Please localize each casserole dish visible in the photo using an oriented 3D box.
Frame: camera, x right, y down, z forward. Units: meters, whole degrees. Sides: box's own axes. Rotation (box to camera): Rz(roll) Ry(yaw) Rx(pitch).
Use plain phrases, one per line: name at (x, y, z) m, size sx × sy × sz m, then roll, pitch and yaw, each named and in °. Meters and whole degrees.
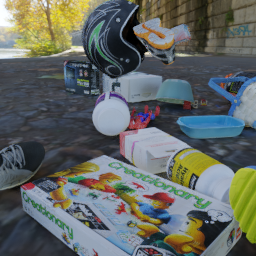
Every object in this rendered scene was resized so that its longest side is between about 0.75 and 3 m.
casserole dish at (2.525, -0.036, 8.618) m, size 2.090 × 0.406 × 1.266 m, roll -2°, pitch 18°, yaw -8°

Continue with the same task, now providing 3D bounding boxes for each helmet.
helmet at (-0.417, -2.965, 9.187) m, size 2.291 × 2.184 × 2.291 m, roll -27°, pitch 25°, yaw 14°

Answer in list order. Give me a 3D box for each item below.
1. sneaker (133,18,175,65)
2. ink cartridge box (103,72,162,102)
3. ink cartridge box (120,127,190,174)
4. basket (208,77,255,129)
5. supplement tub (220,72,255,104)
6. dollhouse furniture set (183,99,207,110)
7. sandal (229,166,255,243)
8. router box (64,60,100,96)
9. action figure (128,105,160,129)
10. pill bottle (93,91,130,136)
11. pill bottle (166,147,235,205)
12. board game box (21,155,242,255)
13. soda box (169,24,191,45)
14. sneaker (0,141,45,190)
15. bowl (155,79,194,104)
sneaker at (0.500, -1.652, 5.306) m, size 0.549 × 0.542 × 1.403 m, roll -24°, pitch 39°, yaw 3°
ink cartridge box at (0.173, -2.106, 13.897) m, size 1.952 × 1.106 × 2.663 m, roll -11°, pitch 21°, yaw -30°
ink cartridge box at (0.620, 0.542, 6.465) m, size 1.042 × 0.604 × 1.789 m, roll -8°, pitch 18°, yaw -23°
basket at (4.094, -1.035, 9.342) m, size 2.077 × 1.639 × 2.356 m, roll -9°, pitch 46°, yaw -29°
supplement tub at (5.052, -1.518, 11.518) m, size 1.477 × 1.477 × 2.410 m, roll -7°, pitch 20°, yaw -22°
dollhouse furniture set at (2.784, -0.992, 11.629) m, size 0.954 × 0.388 × 0.513 m, roll 4°, pitch 19°, yaw 12°
sandal at (2.152, 1.293, 3.374) m, size 0.923 × 0.842 × 2.119 m, roll -4°, pitch 43°, yaw -40°
router box at (-2.445, -2.652, 14.719) m, size 2.227 × 1.668 × 0.692 m, roll 15°, pitch 23°, yaw 40°
action figure at (0.473, -0.379, 9.557) m, size 0.722 × 0.570 × 2.206 m, roll 9°, pitch 23°, yaw 20°
pill bottle at (-0.516, -0.448, 8.726) m, size 1.115 × 1.115 × 1.983 m, roll -1°, pitch 18°, yaw -2°
pill bottle at (1.367, 0.918, 4.949) m, size 0.803 × 0.803 × 1.442 m, roll -8°, pitch 18°, yaw -23°
board game box at (-0.057, 1.270, 4.303) m, size 2.952 × 0.511 × 1.864 m, roll 16°, pitch 23°, yaw 40°
soda box at (1.425, -3.145, 9.860) m, size 1.477 × 0.505 × 0.470 m, roll -10°, pitch 4°, yaw 35°
sneaker at (-2.210, 0.663, 5.010) m, size 2.124 × 0.797 × 1.226 m, roll -32°, pitch -4°, yaw -46°
bowl at (2.012, -1.549, 11.835) m, size 1.654 × 0.865 × 1.654 m, roll 7°, pitch -1°, yaw 0°
